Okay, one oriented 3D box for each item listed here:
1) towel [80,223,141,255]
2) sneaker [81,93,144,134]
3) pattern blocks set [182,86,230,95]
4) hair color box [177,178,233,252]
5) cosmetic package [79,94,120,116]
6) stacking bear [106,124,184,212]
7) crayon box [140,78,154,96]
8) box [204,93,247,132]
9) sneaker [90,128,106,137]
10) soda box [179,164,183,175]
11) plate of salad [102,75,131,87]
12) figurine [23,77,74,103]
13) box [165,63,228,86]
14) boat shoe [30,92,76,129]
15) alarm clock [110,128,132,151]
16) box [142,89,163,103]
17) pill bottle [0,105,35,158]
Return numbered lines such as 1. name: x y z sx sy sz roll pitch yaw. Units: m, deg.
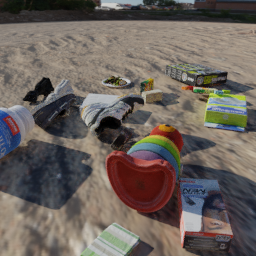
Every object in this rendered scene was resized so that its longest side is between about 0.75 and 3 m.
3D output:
1. towel: -0.363 2.611 6.103 0.835 0.172 1.120 17 34 35
2. sneaker: -0.380 -0.466 10.440 2.593 0.981 1.137 -20 55 -24
3. pattern blocks set: 3.921 -1.890 14.169 2.360 0.218 2.684 8 12 18
4. hair color box: 1.774 2.003 6.771 1.037 0.598 1.870 3 28 4
5. cosmetic package: -1.023 -0.984 12.641 1.959 0.506 1.477 6 30 8
6. stacking bear: 0.794 0.837 7.914 1.742 1.631 2.868 10 28 21
7. crayon box: 1.059 -2.196 14.869 0.293 0.732 1.153 17 32 29
8. box: 4.261 -0.779 12.205 1.646 0.643 2.700 8 27 17
9. sneaker: -1.041 -0.228 10.960 0.625 0.617 1.574 -17 27 14
10. soda box: 1.263 1.212 8.682 0.834 0.265 0.285 9 28 17
11. plate of salad: -0.697 -2.759 16.342 1.701 0.409 1.701 -1 27 0
12. figurine: -3.972 -1.731 14.061 1.952 0.840 1.905 9 37 17
13. box: 4.021 -3.266 16.816 2.392 0.661 2.986 -10 26 -26
14. boat shoe: -3.074 -0.748 12.224 0.939 1.088 2.994 49 30 -1
15. alarm clock: -0.198 0.414 9.734 0.417 0.844 1.252 38 7 0
16. box: 1.212 -1.602 14.003 0.998 0.474 0.388 -14 31 -23
17. pill bottle: -4.408 0.223 9.238 1.521 1.521 2.710 10 30 19
